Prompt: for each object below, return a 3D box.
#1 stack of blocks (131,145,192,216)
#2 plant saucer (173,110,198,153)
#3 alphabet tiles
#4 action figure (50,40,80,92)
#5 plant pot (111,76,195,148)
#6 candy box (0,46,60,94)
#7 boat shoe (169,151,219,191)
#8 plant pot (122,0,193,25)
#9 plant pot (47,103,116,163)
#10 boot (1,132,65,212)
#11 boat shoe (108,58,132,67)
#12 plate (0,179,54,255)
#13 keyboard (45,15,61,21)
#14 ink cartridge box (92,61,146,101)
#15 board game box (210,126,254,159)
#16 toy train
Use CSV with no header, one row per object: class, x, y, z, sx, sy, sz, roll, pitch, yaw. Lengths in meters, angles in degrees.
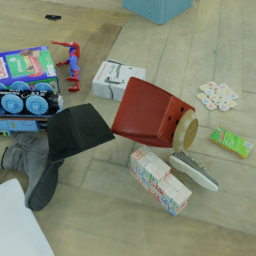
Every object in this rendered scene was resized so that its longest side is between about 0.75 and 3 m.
stack of blocks,0.914,1.525,8.207,0.563,1.107,1.922,-35,60,-24
plant saucer,1.643,0.129,7.713,0.225,1.270,1.270,21,54,31
alphabet tiles,3.546,-1.266,11.058,1.489,0.111,1.522,-23,56,-17
action figure,-2.643,-2.765,11.735,1.351,0.891,2.731,2,52,-7
plant pot,0.906,-0.314,8.499,1.632,1.851,1.850,19,88,47
candy box,-4.249,-2.103,11.038,2.640,1.017,2.232,-15,51,-15
boat shoe,2.106,1.275,8.714,1.755,0.627,0.525,34,64,28
plant pot,1.633,-7.681,14.340,2.899,2.953,2.891,36,59,25
plant pot,-1.448,0.076,7.878,1.403,1.406,1.247,-20,88,-52
boot,-3.073,1.280,8.615,1.821,0.965,2.765,3,39,6
boat shoe,-0.173,-2.479,11.902,1.603,0.583,0.503,23,98,11
plate,-3.739,3.094,7.374,2.809,0.454,2.803,-28,57,-21
keyboard,-3.934,-5.751,14.634,0.857,0.088,0.544,7,46,7
ink cartridge box,-0.337,-1.806,11.063,1.821,0.755,1.337,13,54,9
board game box,3.534,0.480,9.629,1.344,0.202,0.642,34,58,21
toy train,-3.662,-0.607,9.498,2.983,1.704,1.293,1,38,0
